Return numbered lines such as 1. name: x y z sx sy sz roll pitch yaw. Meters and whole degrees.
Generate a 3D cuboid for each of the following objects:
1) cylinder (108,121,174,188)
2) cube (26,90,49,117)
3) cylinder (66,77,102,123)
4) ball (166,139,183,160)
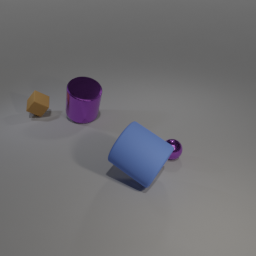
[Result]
1. cylinder: 0.374 0.752 8.049 1.400 1.400 1.400 34 38 11
2. cube: -3.850 -1.038 11.984 0.700 0.700 0.700 24 39 -36
3. cylinder: -1.838 -1.146 11.546 1.400 1.400 1.400 7 50 -9
4. ball: 1.469 0.710 9.367 0.700 0.700 0.700 0 29 0
